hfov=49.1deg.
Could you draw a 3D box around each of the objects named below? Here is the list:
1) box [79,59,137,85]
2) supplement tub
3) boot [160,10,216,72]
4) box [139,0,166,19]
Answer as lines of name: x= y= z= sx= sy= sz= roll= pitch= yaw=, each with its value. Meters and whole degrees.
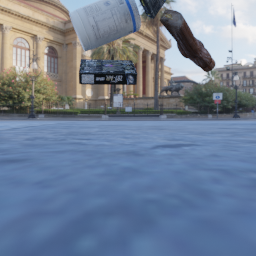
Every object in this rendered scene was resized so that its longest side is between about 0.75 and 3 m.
box: x=-0.629 y=-1.724 z=8.527 sx=1.679 sy=0.365 sz=1.345 roll=-1 pitch=30 yaw=-7
supplement tub: x=-0.729 y=-3.502 z=9.198 sx=2.054 sy=1.355 sz=1.355 roll=-23 pitch=4 yaw=-4
boot: x=1.807 y=-3.321 z=9.808 sx=2.653 sy=0.852 sz=2.472 roll=30 pitch=19 yaw=-41
box: x=0.779 y=-4.129 z=8.524 sx=0.323 sy=1.000 sz=1.268 roll=35 pitch=2 yaw=25
